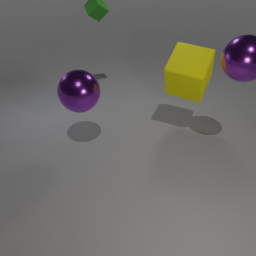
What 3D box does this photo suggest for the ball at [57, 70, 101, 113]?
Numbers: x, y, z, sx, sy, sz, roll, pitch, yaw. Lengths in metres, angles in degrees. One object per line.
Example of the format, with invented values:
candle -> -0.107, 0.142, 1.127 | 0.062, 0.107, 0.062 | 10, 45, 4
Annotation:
ball -> -1.605, -1.204, 9.189 | 1.400, 1.400, 1.400 | 0, 33, 0

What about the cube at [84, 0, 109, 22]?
cube -> -1.397, -5.315, 12.423 | 0.700, 0.700, 0.700 | 14, 46, -49

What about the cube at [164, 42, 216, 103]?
cube -> 2.223, -2.011, 10.175 | 1.400, 1.400, 1.400 | 19, 65, 19

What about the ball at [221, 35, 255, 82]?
ball -> 3.552, -2.095, 8.482 | 1.400, 1.400, 1.400 | 0, 33, 0
